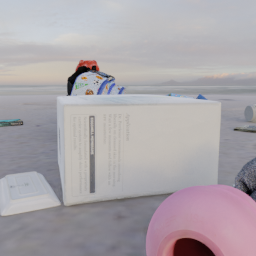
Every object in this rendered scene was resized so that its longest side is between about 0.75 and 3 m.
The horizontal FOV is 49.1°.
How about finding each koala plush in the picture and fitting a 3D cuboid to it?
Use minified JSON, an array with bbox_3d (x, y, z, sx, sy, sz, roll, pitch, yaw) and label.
[{"bbox_3d":[1.849,0.879,3.024,1.048,1.086,1.181,-4,22,-21],"label":"koala plush"}]

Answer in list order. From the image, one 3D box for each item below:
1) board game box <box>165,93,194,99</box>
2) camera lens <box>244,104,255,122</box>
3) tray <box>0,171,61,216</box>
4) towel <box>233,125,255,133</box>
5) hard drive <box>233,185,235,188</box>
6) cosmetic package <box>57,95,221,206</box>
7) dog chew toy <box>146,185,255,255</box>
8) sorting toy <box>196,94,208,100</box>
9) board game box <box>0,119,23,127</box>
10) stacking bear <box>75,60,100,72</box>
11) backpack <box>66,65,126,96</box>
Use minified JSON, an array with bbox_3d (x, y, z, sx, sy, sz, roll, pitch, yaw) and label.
[{"bbox_3d":[2.273,-1.361,14.241,1.315,0.318,1.739,8,-7,-23],"label":"board game box"},{"bbox_3d":[6.231,-0.703,13.332,1.059,0.847,0.847,-2,9,-9],"label":"camera lens"},{"bbox_3d":[-1.689,0.993,4.620,0.828,0.171,1.542,-5,10,-26],"label":"tray"},{"bbox_3d":[4.828,0.006,10.909,1.083,0.194,1.125,8,12,41],"label":"towel"},{"bbox_3d":[2.165,1.070,4.232,1.044,0.137,0.688,3,9,15],"label":"hard drive"},{"bbox_3d":[-0.029,0.158,5.452,2.561,1.575,2.553,-1,9,-16],"label":"cosmetic package"},{"bbox_3d":[0.825,0.956,2.553,0.978,0.978,1.570,5,2,31],"label":"dog chew toy"},{"bbox_3d":[3.723,-0.958,14.725,0.958,1.402,2.334,38,26,7],"label":"sorting toy"},{"bbox_3d":[-5.471,-0.224,12.359,1.446,0.204,0.978,-5,10,-32],"label":"board game box"},{"bbox_3d":[-1.830,-1.758,13.217,1.723,2.837,1.613,-13,14,-42],"label":"stacking bear"},{"bbox_3d":[-1.180,-0.710,9.347,1.948,2.529,2.409,15,15,11],"label":"backpack"}]
